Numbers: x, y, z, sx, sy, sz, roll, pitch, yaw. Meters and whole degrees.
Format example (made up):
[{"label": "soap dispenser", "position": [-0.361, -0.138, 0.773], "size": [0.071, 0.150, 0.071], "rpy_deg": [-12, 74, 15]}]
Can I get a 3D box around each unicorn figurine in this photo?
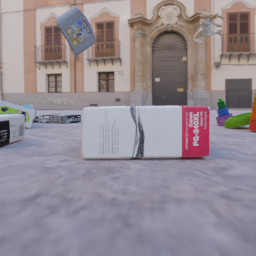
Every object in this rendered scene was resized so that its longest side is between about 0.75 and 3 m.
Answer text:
[{"label": "unicorn figurine", "position": [1.937, -2.396, 6.836], "size": [0.716, 1.042, 0.385], "rpy_deg": [8, 51, 21]}]

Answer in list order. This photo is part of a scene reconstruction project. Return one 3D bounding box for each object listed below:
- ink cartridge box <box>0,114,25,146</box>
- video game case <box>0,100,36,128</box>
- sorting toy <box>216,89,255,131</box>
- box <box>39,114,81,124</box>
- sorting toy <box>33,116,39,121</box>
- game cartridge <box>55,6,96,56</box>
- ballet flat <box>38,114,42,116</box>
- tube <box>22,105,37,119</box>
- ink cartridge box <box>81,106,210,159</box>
[{"label": "ink cartridge box", "position": [-3.380, 0.016, 4.531], "size": [2.975, 0.552, 1.409], "rpy_deg": [2, 5, -2]}, {"label": "video game case", "position": [-4.242, -0.601, 8.406], "size": [2.314, 0.580, 2.553], "rpy_deg": [18, -6, -30]}, {"label": "sorting toy", "position": [3.204, -0.583, 7.825], "size": [1.038, 1.031, 2.992], "rpy_deg": [-18, 5, -6]}, {"label": "box", "position": [-2.619, -0.364, 10.782], "size": [1.270, 0.316, 1.002], "rpy_deg": [3, 6, 29]}, {"label": "sorting toy", "position": [-3.926, -0.368, 11.357], "size": [1.345, 0.242, 1.805], "rpy_deg": [1, 5, 14]}, {"label": "game cartridge", "position": [-2.118, -4.072, 11.780], "size": [1.216, 1.826, 0.379], "rpy_deg": [-34, 49, -4]}, {"label": "ballet flat", "position": [-4.213, -0.528, 13.329], "size": [0.836, 0.266, 0.282], "rpy_deg": [0, 4, 1]}, {"label": "tube", "position": [-4.640, -0.529, 10.760], "size": [2.181, 0.550, 0.845], "rpy_deg": [-5, -7, 9]}, {"label": "ink cartridge box", "position": [0.187, 0.017, 3.745], "size": [1.508, 0.629, 1.095], "rpy_deg": [0, 4, -2]}]
